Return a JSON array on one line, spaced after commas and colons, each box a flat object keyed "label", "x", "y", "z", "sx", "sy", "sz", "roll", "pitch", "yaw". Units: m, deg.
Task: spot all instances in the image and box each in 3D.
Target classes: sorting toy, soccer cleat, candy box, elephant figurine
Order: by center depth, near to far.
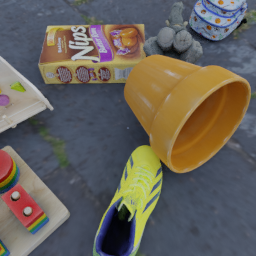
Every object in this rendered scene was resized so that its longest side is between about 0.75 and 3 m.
[{"label": "soccer cleat", "x": 0.110, "y": 1.432, "z": 5.573, "sx": 0.901, "sy": 1.165, "sz": 2.786, "roll": 16, "pitch": 57, "yaw": 11}, {"label": "sorting toy", "x": -2.872, "y": 1.647, "z": 5.629, "sx": 2.355, "sy": 0.825, "sz": 2.370, "roll": 39, "pitch": 64, "yaw": 24}, {"label": "sorting toy", "x": -3.106, "y": -0.804, "z": 6.386, "sx": 2.020, "sy": 1.818, "sz": 1.079, "roll": -28, "pitch": 50, "yaw": -4}, {"label": "elephant figurine", "x": 1.361, "y": -2.335, "z": 8.108, "sx": 1.618, "sy": 1.775, "sz": 2.287, "roll": 41, "pitch": 29, "yaw": -13}, {"label": "candy box", "x": -0.965, "y": -2.207, "z": 8.318, "sx": 2.986, "sy": 0.843, "sz": 1.742, "roll": -2, "pitch": 56, "yaw": 1}]

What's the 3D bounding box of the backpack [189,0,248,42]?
[{"label": "backpack", "x": 2.909, "y": -3.750, "z": 9.151, "sx": 1.781, "sy": 1.372, "sz": 1.696, "roll": 32, "pitch": 72, "yaw": 17}]

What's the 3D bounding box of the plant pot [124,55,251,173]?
[{"label": "plant pot", "x": 1.084, "y": -0.557, "z": 6.303, "sx": 2.321, "sy": 2.321, "sz": 2.125, "roll": -31, "pitch": 52, "yaw": -20}]
